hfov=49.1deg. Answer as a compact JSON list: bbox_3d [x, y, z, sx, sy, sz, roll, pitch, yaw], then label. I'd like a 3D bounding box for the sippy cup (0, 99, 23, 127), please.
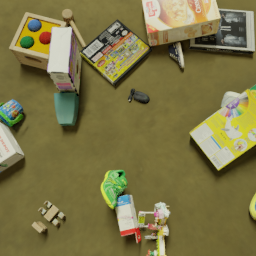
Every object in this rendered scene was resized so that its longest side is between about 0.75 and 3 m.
[{"bbox_3d":[-4.446,-0.618,10.597,1.094,0.859,0.802,42,66,-5],"label":"sippy cup"}]

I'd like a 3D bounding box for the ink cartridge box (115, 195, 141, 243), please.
[{"bbox_3d":[-0.005,3.062,9.401,0.514,0.888,1.529,-15,73,7],"label":"ink cartridge box"}]

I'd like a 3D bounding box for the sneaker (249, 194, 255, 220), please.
[{"bbox_3d":[5.141,1.969,9.481,1.020,1.415,2.695,26,76,8],"label":"sneaker"}]

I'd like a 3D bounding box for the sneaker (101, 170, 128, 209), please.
[{"bbox_3d":[-0.427,1.902,9.294,0.762,1.823,0.675,-21,113,12],"label":"sneaker"}]

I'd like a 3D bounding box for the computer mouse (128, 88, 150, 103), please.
[{"bbox_3d":[0.449,-1.232,11.036,0.847,0.223,0.586,18,74,5],"label":"computer mouse"}]

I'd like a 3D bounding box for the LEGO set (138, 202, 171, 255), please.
[{"bbox_3d":[0.794,3.549,9.126,0.916,1.132,2.460,2,101,-3],"label":"LEGO set"}]

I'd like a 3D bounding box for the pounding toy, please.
[{"bbox_3d":[-2.932,-3.804,11.237,2.437,1.269,2.774,16,75,5],"label":"pounding toy"}]

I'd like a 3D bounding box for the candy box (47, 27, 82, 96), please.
[{"bbox_3d":[-2.284,-2.364,10.390,0.745,2.082,1.746,1,74,0],"label":"candy box"}]

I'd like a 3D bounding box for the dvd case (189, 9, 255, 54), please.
[{"bbox_3d":[3.946,-4.128,11.819,2.650,0.328,1.991,5,73,2],"label":"dvd case"}]

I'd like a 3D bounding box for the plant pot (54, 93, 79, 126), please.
[{"bbox_3d":[-2.324,-0.679,10.605,0.802,0.802,1.135,-1,81,0],"label":"plant pot"}]

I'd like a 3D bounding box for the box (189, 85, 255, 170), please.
[{"bbox_3d":[3.889,-0.041,9.975,2.945,0.712,1.728,-38,76,12],"label":"box"}]

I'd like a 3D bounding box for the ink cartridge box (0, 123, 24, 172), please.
[{"bbox_3d":[-5.079,0.932,10.068,2.048,0.860,1.483,-33,77,-9],"label":"ink cartridge box"}]

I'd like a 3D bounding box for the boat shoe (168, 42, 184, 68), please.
[{"bbox_3d":[1.977,-2.943,11.489,0.528,0.425,1.139,-11,74,14],"label":"boat shoe"}]

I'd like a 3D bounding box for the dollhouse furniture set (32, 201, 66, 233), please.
[{"bbox_3d":[-2.775,3.082,9.596,0.814,0.577,0.886,37,77,10],"label":"dollhouse furniture set"}]

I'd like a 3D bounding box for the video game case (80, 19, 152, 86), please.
[{"bbox_3d":[-0.500,-3.150,11.563,2.040,0.288,2.257,43,77,11],"label":"video game case"}]

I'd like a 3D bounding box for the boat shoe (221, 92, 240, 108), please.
[{"bbox_3d":[4.675,-0.551,10.601,2.394,0.835,0.852,25,85,12],"label":"boat shoe"}]

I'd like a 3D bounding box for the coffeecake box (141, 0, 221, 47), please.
[{"bbox_3d":[2.052,-4.747,11.418,2.804,1.025,2.153,-10,72,6],"label":"coffeecake box"}]
